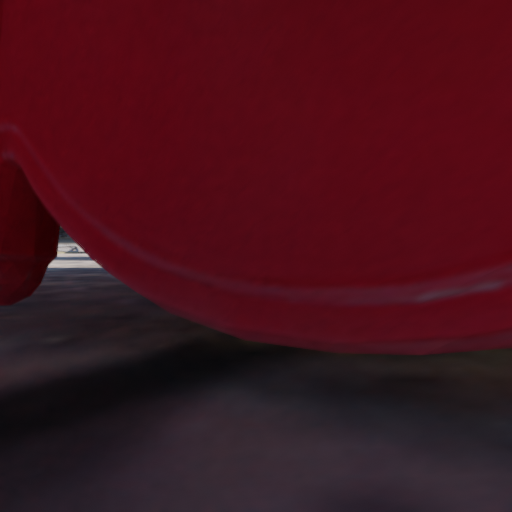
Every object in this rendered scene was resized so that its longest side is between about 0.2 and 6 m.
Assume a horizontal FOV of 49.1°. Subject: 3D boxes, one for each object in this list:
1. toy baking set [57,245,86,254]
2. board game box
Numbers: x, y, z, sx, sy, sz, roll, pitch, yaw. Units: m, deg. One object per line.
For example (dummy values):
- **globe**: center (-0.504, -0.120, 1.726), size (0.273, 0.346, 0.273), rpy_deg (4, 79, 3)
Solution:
- **toy baking set**: center (-3.970, -0.146, 10.069), size (1.896, 0.221, 1.455), rpy_deg (0, 1, 9)
- **board game box**: center (0.628, -0.356, 1.622), size (5.990, 1.166, 4.733), rpy_deg (5, -4, -7)
